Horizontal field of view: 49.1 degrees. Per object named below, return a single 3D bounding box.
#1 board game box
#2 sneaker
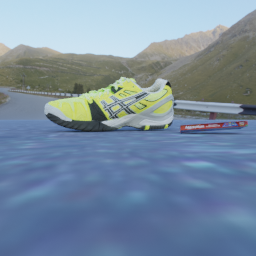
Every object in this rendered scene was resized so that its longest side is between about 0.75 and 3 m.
[{"bbox_3d":[1.410,-0.015,4.729,1.040,0.101,0.535,-4,-7,9],"label":"board game box"},{"bbox_3d":[-0.317,-0.525,5.671,2.674,1.022,1.008,-4,18,-23],"label":"sneaker"}]
